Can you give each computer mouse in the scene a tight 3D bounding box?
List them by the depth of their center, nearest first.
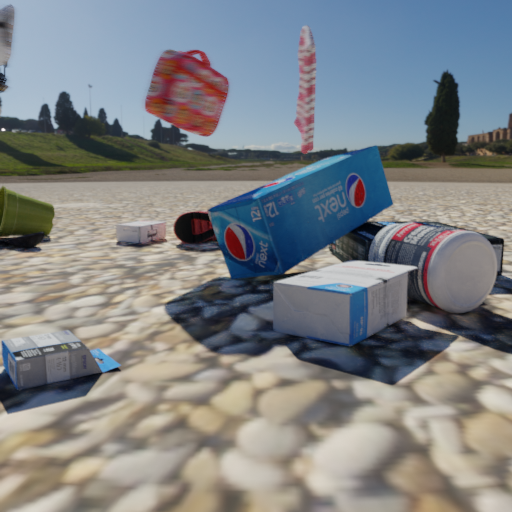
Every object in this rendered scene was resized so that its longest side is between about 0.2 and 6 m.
[{"bbox_3d":[-4.876,-3.943,10.626,0.362,1.650,0.905,3,11,-32],"label":"computer mouse"},{"bbox_3d":[-4.836,-0.293,11.716,1.046,0.276,0.724,-8,7,30],"label":"computer mouse"}]

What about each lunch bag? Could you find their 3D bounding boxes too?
[{"bbox_3d":[-1.335,-3.357,11.346,0.729,1.567,1.779,25,9,30],"label":"lunch bag"}]

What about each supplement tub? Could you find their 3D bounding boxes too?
[{"bbox_3d":[2.181,0.099,7.073,0.988,0.988,1.408,-4,11,-24],"label":"supplement tub"}]

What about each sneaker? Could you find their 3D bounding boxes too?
[{"bbox_3d":[-0.673,-0.765,12.591,2.339,0.862,1.014,-1,9,-6],"label":"sneaker"}]

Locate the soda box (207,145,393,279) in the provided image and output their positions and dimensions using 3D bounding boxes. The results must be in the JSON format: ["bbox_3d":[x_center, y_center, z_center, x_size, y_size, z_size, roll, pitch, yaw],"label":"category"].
[{"bbox_3d":[0.873,-0.801,9.199,1.109,1.172,3.457,-8,15,44],"label":"soda box"}]

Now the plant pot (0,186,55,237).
[{"bbox_3d":[-5.447,-0.926,13.211,1.178,1.240,1.240,9,3,-34],"label":"plant pot"}]

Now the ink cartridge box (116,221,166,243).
[{"bbox_3d":[-2.600,-0.551,12.681,0.696,0.405,0.955,5,10,28],"label":"ink cartridge box"}]

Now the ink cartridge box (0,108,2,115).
[{"bbox_3d":[-4.947,-2.595,9.591,0.810,0.806,1.115,-13,34,-10],"label":"ink cartridge box"}]

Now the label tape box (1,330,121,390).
[{"bbox_3d":[-1.675,0.848,4.812,0.850,0.281,0.609,-8,12,-33],"label":"label tape box"}]

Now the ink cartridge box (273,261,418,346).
[{"bbox_3d":[1.045,0.459,6.204,0.957,0.559,1.649,7,12,38],"label":"ink cartridge box"}]

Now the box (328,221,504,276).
[{"bbox_3d":[2.591,-0.170,9.712,2.170,0.628,2.730,-1,10,-4],"label":"box"}]

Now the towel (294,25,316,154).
[{"bbox_3d":[1.087,-3.736,12.574,0.362,2.418,1.769,-1,34,1],"label":"towel"}]
